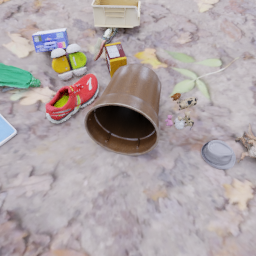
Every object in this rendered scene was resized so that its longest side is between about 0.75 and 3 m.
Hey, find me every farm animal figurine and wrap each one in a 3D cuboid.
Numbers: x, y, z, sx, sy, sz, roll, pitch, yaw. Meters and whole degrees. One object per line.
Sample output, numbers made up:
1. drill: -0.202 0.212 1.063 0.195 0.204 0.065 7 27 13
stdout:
1. farm animal figurine: 1.917 -0.574 9.636 1.049 0.653 1.299 19 73 -27

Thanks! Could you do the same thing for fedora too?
1. fedora: 3.500 0.902 10.639 1.343 0.606 1.188 23 60 14

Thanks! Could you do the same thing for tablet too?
1. tablet: -5.891 -0.049 11.508 2.461 0.168 1.601 39 65 23

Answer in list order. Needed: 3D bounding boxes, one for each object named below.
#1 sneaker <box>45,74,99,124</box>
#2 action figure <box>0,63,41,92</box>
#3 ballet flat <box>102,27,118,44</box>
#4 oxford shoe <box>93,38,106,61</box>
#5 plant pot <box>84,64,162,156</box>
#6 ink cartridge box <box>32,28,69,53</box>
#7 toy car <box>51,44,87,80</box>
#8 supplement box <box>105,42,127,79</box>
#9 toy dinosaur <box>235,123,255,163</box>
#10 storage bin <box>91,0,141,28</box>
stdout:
1. sneaker: -2.264 -1.394 11.732 1.115 1.230 2.897 31 63 18
2. action figure: -5.370 -2.228 12.538 2.919 0.798 1.724 10 56 -2
3. ballet flat: -0.904 -4.975 14.456 0.547 0.547 1.520 20 59 12
4. oxford shoe: -1.126 -2.943 10.499 0.347 0.939 0.332 35 33 5
5. plant pot: 0.065 -0.825 10.712 2.747 2.747 2.719 12 49 7
6. ink cartridge box: -3.583 -4.109 13.106 1.482 0.829 2.172 -10 22 -5
7. toy car: -2.739 -3.064 12.936 1.600 1.400 1.200 -20 23 -12
8. supplement box: -0.559 -3.098 12.882 0.761 1.130 1.146 -13 58 -8
9. toy dinosaur: 4.930 0.783 10.635 1.370 0.868 2.021 14 45 -1
10. storage bin: -0.536 -6.286 14.636 2.359 1.114 2.376 2 43 2
